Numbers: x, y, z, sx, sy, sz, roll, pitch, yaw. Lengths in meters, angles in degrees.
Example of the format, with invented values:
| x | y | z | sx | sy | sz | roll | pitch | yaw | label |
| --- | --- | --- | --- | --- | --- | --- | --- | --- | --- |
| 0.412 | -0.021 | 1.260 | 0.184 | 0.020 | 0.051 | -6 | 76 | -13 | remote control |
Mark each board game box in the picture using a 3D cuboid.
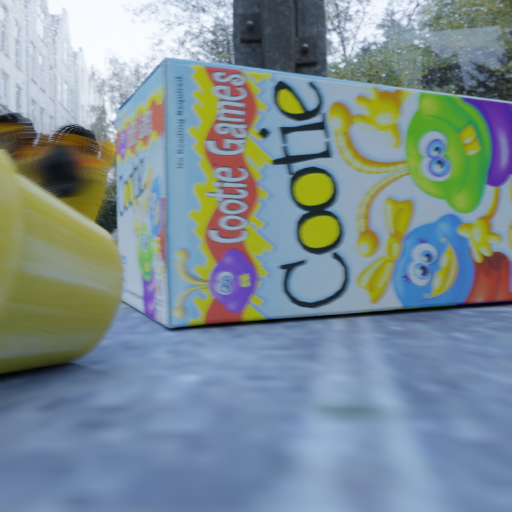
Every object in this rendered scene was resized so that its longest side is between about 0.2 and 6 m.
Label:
| x | y | z | sx | sy | sz | roll | pitch | yaw | label |
| --- | --- | --- | --- | --- | --- | --- | --- | --- | --- |
| 0.438 | -0.315 | 3.439 | 2.356 | 1.214 | 1.236 | -1 | 3 | -24 | board game box |

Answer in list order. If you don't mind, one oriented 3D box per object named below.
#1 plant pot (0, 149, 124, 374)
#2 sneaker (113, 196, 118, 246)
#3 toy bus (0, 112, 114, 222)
| x | y | z | sx | sy | sz | roll | pitch | yaw | label |
| --- | --- | --- | --- | --- | --- | --- | --- | --- | --- |
| -0.836 | 0.052 | 1.692 | 0.772 | 0.772 | 0.726 | 2 | -13 | 34 | plant pot |
| -1.901 | -0.765 | 9.230 | 0.937 | 0.859 | 2.201 | 29 | -37 | -20 | sneaker |
| -2.672 | -0.780 | 6.762 | 1.674 | 1.607 | 1.136 | 10 | 27 | -13 | toy bus |
